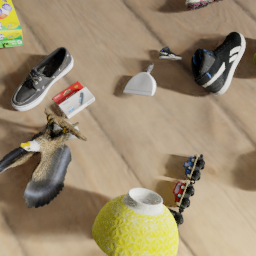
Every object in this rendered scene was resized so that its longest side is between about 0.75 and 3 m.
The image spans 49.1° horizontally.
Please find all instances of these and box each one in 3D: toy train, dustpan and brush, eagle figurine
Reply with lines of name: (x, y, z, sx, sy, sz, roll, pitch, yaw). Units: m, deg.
toy train: (1.788, 2.100, 9.084, 0.664, 0.494, 2.899, 20, 70, 20)
dustpan and brush: (0.639, -1.873, 10.616, 1.185, 0.486, 1.698, 11, 70, 24)
eagle figurine: (-2.825, 0.814, 9.114, 2.786, 2.102, 2.114, -58, 33, 11)

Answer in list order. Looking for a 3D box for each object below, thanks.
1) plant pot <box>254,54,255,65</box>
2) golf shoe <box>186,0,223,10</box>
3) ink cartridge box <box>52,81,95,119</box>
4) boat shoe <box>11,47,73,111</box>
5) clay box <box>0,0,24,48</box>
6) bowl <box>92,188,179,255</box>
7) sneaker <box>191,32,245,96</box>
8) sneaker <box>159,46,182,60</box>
plant pot: (5.704, -2.796, 10.461, 1.615, 1.678, 1.678, -35, 72, 0)
golf shoe: (3.304, -5.656, 11.733, 2.185, 0.793, 1.006, -25, 99, -11)
ink cartridge box: (-2.041, -1.117, 10.414, 1.237, 0.277, 1.090, -37, 74, -13)
boat shoe: (-3.189, -1.889, 10.329, 1.029, 0.975, 2.944, 42, 74, 14)
clay box: (-5.250, -4.379, 11.282, 1.473, 0.610, 2.563, -16, 68, -26)
bowl: (0.327, 2.430, 7.649, 2.413, 2.413, 1.299, 14, 102, 5)
sneaker: (3.269, -2.754, 10.338, 1.588, 1.037, 2.839, 30, 70, -19)
sneaker: (1.690, -2.959, 11.020, 0.881, 0.322, 0.493, 4, 91, 1)
